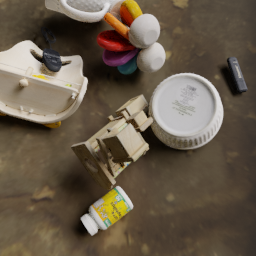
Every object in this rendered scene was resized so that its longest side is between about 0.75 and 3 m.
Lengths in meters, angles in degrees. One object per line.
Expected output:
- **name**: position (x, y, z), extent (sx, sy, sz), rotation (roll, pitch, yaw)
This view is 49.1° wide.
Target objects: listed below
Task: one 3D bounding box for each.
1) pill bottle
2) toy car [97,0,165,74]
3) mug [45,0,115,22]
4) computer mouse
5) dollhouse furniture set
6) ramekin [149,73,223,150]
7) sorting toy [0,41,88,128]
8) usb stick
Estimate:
- **pill bottle**: position (-0.533, 2.055, 6.910), extent (1.206, 0.680, 0.680), rotation (-34, 70, -15)
- **toy car**: position (-0.052, -2.482, 8.157), extent (1.640, 2.186, 1.914), rotation (-33, 51, -7)
- **mug**: position (-1.300, -4.119, 8.572), extent (2.189, 1.844, 2.497), rotation (11, 54, -13)
- **computer mouse**: position (-2.509, -2.474, 8.877), extent (0.600, 0.348, 2.047), rotation (9, 47, -36)
- **dollhouse furniture set**: position (0.303, 0.198, 6.818), extent (2.423, 2.143, 1.347), rotation (-41, 106, -34)
- **ramekin**: position (1.515, -0.484, 7.553), extent (2.060, 1.081, 2.060), rotation (-3, 78, 13)
- **sorting toy**: position (-2.560, -1.597, 8.209), extent (2.994, 1.600, 2.695), rotation (15, 47, -5)
- **usb stick**: position (3.408, -1.666, 8.766), extent (0.342, 0.201, 1.235), rotation (-9, 71, -7)
